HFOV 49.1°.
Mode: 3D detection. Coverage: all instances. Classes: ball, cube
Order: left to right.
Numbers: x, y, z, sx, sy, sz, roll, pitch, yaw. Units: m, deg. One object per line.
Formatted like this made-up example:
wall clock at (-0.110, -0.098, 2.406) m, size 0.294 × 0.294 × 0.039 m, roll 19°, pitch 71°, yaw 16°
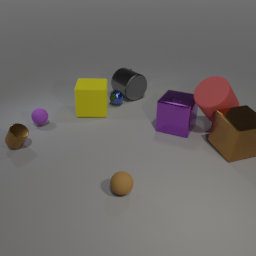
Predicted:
ball at (-3.812, -0.510, 12.114) m, size 0.700 × 0.700 × 0.700 m, roll 0°, pitch 29°, yaw 0°
cube at (-1.689, -1.436, 13.153) m, size 1.400 × 1.400 × 1.400 m, roll 0°, pitch 30°, yaw -3°
ball at (-0.575, -1.520, 13.961) m, size 0.700 × 0.700 × 0.700 m, roll 0°, pitch 29°, yaw 0°
ball at (-0.184, 1.642, 8.369) m, size 0.700 × 0.700 × 0.700 m, roll 0°, pitch 29°, yaw 0°
cube at (2.079, -0.633, 11.773) m, size 1.400 × 1.400 × 1.400 m, roll 13°, pitch 32°, yaw 22°
cube at (3.994, 0.174, 10.183) m, size 1.400 × 1.400 × 1.400 m, roll -9°, pitch 37°, yaw -16°

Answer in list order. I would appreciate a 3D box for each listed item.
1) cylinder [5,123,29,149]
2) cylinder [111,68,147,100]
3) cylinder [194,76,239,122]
cylinder at (-4.170, 0.302, 10.501) m, size 0.700 × 0.700 × 0.700 m, roll 24°, pitch 39°, yaw -21°
cylinder at (0.057, -2.332, 14.792) m, size 1.400 × 1.400 × 1.400 m, roll -20°, pitch 35°, yaw -31°
cylinder at (3.505, -1.092, 11.067) m, size 1.400 × 1.400 × 1.400 m, roll -19°, pitch 54°, yaw 28°
